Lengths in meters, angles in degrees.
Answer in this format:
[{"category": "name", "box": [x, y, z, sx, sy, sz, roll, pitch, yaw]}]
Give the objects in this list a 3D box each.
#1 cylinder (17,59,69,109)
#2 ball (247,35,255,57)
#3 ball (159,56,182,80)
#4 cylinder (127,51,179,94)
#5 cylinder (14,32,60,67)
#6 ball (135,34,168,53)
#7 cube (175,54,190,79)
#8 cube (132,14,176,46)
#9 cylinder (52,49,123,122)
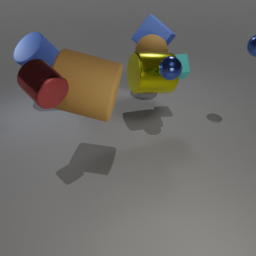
[{"category": "cylinder", "box": [-1.605, -0.834, 5.300, 0.700, 0.700, 0.700, -28, 57, -37]}, {"category": "ball", "box": [4.087, -2.563, 8.727, 0.700, 0.700, 0.700, 0, 33, 0]}, {"category": "ball", "box": [1.267, -1.778, 8.365, 0.700, 0.700, 0.700, 0, 33, 0]}, {"category": "cylinder", "box": [0.833, -1.890, 9.637, 1.400, 1.400, 1.400, -3, 32, -19]}, {"category": "cylinder", "box": [-3.409, -2.732, 10.903, 1.400, 1.400, 1.400, -12, 62, 24]}, {"category": "ball", "box": [1.006, -3.257, 11.951, 1.400, 1.400, 1.400, 0, 33, 0]}, {"category": "cube", "box": [1.805, -2.230, 10.295, 0.700, 0.700, 0.700, -6, -10, -5]}, {"category": "cube", "box": [1.265, -4.402, 13.503, 1.400, 1.400, 1.400, 42, 22, 2]}, {"category": "cylinder", "box": [-0.960, -0.980, 6.516, 1.400, 1.400, 1.400, 15, 33, -1]}]
